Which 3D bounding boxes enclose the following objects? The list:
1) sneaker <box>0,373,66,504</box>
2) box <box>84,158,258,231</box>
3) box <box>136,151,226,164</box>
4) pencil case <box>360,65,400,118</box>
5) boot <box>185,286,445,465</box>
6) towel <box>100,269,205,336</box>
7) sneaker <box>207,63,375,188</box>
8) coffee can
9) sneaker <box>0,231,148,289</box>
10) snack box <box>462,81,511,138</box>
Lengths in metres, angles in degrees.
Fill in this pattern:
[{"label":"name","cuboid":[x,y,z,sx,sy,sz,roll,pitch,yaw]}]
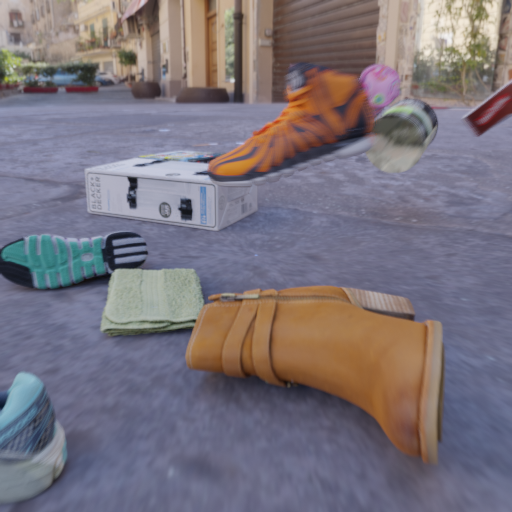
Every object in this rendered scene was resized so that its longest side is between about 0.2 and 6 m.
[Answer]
[{"label":"sneaker","cuboid":[-2.461,1.255,3.952,2.075,0.896,0.805,-6,19,-16]},{"label":"box","cuboid":[-1.736,-1.352,11.593,3.140,0.944,1.832,9,21,25]},{"label":"box","cuboid":[-1.926,-2.585,15.692,1.773,0.489,2.596,7,16,19]},{"label":"pencil case","cuboid":[1.655,-2.295,8.018,0.607,0.607,1.388,1,4,2]},{"label":"boot","cuboid":[0.424,0.829,4.928,2.134,1.054,2.749,2,17,4]},{"label":"towel","cuboid":[-1.262,0.523,7.045,1.263,0.311,1.703,-2,19,-9]},{"label":"sneaker","cuboid":[0.326,-1.600,6.589,2.096,1.174,0.813,-20,29,-7]},{"label":"coffee can","cuboid":[2.795,-2.317,10.715,1.101,1.101,1.505,8,28,23]},{"label":"sneaker","cuboid":[-2.582,0.102,8.066,2.045,0.761,0.895,-3,-7,-9]},{"label":"snack box","cuboid":[4.485,-2.883,7.467,1.271,0.430,3.536,-32,-5,-43]}]
